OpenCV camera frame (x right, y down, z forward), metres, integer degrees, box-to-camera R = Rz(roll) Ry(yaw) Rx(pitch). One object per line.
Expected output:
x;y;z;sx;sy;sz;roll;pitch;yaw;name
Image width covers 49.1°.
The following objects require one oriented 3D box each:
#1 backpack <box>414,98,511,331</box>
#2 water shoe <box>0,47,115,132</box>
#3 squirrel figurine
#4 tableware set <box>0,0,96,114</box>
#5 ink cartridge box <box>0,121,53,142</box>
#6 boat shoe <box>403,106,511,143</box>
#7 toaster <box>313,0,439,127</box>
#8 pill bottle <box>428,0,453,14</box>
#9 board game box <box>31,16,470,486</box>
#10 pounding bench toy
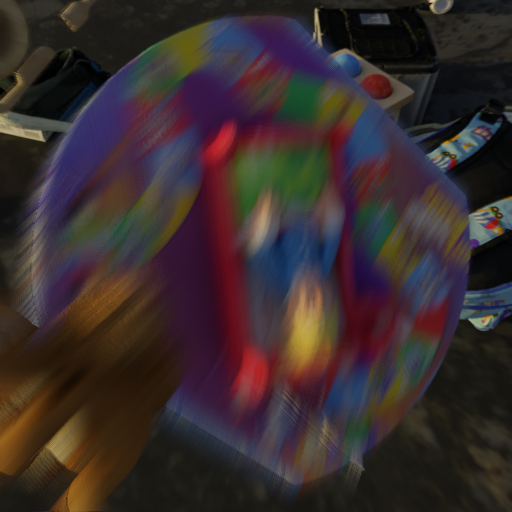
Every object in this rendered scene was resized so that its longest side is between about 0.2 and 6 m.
2.810;-0.336;7.649;3.092;2.080;2.823;-25;56;-19;backpack
-3.005;-2.936;9.974;3.375;1.332;1.207;-4;51;-16;water shoe
-1.232;0.705;3.695;1.440;1.344;1.019;-41;26;-8;squirrel figurine
-3.225;-3.704;7.705;0.623;2.054;3.107;29;79;41;tableware set
-4.219;-2.783;10.715;1.051;0.327;1.306;13;54;9;ink cartridge box
3.616;-1.924;9.757;2.337;0.873;0.799;-15;59;-2;boat shoe
2.256;-3.678;10.693;2.411;1.431;2.180;-1;52;-1;toaster
4.306;-6.164;13.232;0.492;0.492;0.883;-1;53;-1;pill bottle
0.467;0.056;4.928;4.451;0.867;3.517;39;80;-22;board game box
0.982;-1.886;8.958;2.487;1.940;1.545;-33;59;-23;pounding bench toy
